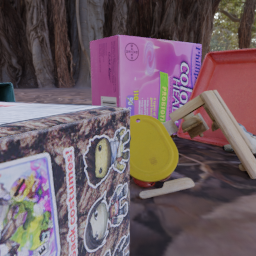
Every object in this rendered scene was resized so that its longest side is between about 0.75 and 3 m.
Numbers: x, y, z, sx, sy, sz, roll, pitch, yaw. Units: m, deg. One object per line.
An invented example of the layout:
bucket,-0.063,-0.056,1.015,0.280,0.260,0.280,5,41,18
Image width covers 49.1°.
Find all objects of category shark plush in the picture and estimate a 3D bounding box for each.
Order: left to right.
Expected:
shark plush,2.577,0.274,5.607,0.584,0.637,1.403,11,2,-30

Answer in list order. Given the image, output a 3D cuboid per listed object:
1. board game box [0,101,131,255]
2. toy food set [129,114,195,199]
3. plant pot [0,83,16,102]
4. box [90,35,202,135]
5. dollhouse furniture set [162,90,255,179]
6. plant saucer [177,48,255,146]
board game box,-1.573,0.682,0.827,2.255,1.370,2.828,5,11,25
toy food set,0.293,0.453,4.095,0.811,0.450,1.379,-18,56,-9
plant pot,-4.475,-0.566,8.497,1.832,1.295,1.294,-5,5,38
box,0.522,-1.024,7.461,2.770,2.437,1.339,-7,12,-36
dollhouse furniture set,1.265,0.410,5.444,1.867,1.521,1.776,-34,-7,27
plant saucer,2.612,-0.682,6.657,0.459,2.500,2.495,27,-9,-39
